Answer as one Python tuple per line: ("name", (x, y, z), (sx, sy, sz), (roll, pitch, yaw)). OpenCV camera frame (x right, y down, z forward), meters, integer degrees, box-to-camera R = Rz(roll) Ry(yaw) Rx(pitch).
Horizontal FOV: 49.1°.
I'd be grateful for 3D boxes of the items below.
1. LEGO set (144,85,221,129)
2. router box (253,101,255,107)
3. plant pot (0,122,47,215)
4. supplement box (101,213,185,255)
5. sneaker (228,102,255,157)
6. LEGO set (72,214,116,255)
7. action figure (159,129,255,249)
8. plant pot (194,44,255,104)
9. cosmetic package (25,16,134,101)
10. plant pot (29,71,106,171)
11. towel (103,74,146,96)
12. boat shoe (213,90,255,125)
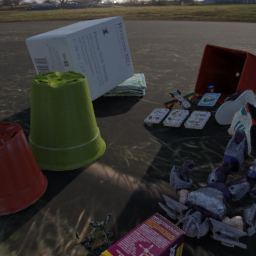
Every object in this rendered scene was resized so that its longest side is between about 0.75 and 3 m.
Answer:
("LEGO set", (2.093, -0.699, 9.818), (2.022, 0.664, 2.706), (7, 38, 34))
("router box", (4.923, -0.364, 9.288), (1.467, 0.399, 1.634), (9, 27, 18))
("plant pot", (-2.531, 0.736, 5.713), (1.451, 1.412, 1.451), (-4, 29, 2))
("supplement box", (0.226, 1.942, 4.107), (1.167, 0.764, 0.602), (-24, 36, -39))
("sneaker", (3.279, 0.170, 7.822), (0.667, 0.886, 1.895), (28, 46, -14))
("LEGO set", (-0.574, 2.017, 4.570), (0.839, 0.366, 1.291), (20, 45, 39))
("action figure", (1.860, 1.154, 5.510), (1.919, 1.023, 2.950), (29, 41, 33))
("plant pot", (4.240, -2.118, 11.348), (1.805, 2.046, 2.048), (-3, 24, -34))
("cosmetic package", (-1.777, -2.727, 11.052), (2.489, 2.504, 2.993), (9, 35, 38))
("plant pot", (-1.692, -0.343, 7.339), (2.179, 2.070, 2.179), (1, 26, 0))
("towel", (-0.169, -1.965, 12.476), (1.876, 0.528, 2.192), (1, 26, 0))
("boat shoe", (3.556, -0.711, 9.664), (2.050, 0.757, 0.618), (-36, 13, -27))
